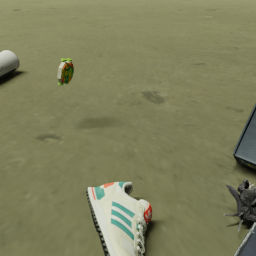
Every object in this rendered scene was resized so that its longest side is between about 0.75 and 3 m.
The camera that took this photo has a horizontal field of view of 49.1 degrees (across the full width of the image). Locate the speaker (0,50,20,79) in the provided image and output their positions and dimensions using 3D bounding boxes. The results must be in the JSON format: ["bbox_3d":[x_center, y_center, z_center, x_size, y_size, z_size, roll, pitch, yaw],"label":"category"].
[{"bbox_3d":[-4.987,-2.136,10.246,0.871,0.871,2.145,9,33,14],"label":"speaker"}]

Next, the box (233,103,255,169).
[{"bbox_3d":[3.838,0.178,5.549,2.723,0.695,2.147,24,83,34],"label":"box"}]

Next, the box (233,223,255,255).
[{"bbox_3d":[1.219,2.108,2.701,0.964,1.565,1.552,24,39,35],"label":"box"}]

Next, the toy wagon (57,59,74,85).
[{"bbox_3d":[-1.529,-1.418,7.057,0.163,0.641,0.826,16,18,11],"label":"toy wagon"}]

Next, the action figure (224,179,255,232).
[{"bbox_3d":[2.504,1.173,4.906,1.834,0.936,1.090,-37,50,-5],"label":"action figure"}]

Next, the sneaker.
[{"bbox_3d":[0.022,1.553,4.377,0.989,0.745,2.115,-16,32,-14],"label":"sneaker"}]
